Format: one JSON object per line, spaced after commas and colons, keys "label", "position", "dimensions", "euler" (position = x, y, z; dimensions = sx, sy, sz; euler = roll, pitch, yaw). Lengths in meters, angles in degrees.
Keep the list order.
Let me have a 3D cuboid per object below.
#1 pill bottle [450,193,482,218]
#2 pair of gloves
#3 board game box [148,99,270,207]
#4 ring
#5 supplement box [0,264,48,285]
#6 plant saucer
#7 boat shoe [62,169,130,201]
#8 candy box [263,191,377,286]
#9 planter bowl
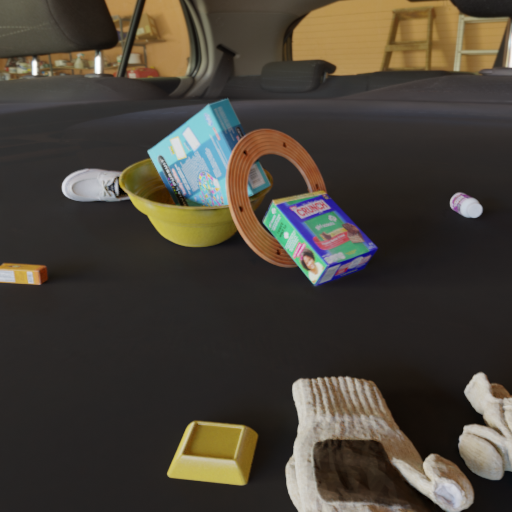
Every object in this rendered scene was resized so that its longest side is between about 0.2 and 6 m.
{"label": "pill bottle", "position": [4.901, -1.160, 13.040], "dimensions": [0.458, 0.458, 0.815], "euler": [-3, 20, -7]}
{"label": "pair of gloves", "position": [1.804, 1.753, 4.825], "dimensions": [3.071, 0.538, 2.611], "euler": [3, 20, 5]}
{"label": "board game box", "position": [-0.956, -1.686, 10.645], "dimensions": [0.533, 1.715, 2.272], "euler": [-32, 8, -39]}
{"label": "ring", "position": [0.405, -1.023, 10.001], "dimensions": [2.513, 2.513, 0.241], "euler": [-20, 3, -44]}
{"label": "supplement box", "position": [-3.883, 0.299, 9.275], "dimensions": [0.784, 0.270, 0.261], "euler": [5, 20, 9]}
{"label": "plant saucer", "position": [-0.389, 1.791, 5.243], "dimensions": [0.730, 0.177, 0.730], "euler": [3, 19, 8]}
{"label": "boat shoe", "position": [-3.709, -1.751, 14.285], "dimensions": [2.283, 0.822, 0.750], "euler": [-2, 14, -30]}
{"label": "candy box", "position": [1.076, -0.353, 9.542], "dimensions": [1.297, 0.591, 1.534], "euler": [-17, 56, -39]}
{"label": "planter bowl", "position": [-1.172, -1.007, 11.208], "dimensions": [2.975, 1.239, 2.975], "euler": [2, 29, -1]}
